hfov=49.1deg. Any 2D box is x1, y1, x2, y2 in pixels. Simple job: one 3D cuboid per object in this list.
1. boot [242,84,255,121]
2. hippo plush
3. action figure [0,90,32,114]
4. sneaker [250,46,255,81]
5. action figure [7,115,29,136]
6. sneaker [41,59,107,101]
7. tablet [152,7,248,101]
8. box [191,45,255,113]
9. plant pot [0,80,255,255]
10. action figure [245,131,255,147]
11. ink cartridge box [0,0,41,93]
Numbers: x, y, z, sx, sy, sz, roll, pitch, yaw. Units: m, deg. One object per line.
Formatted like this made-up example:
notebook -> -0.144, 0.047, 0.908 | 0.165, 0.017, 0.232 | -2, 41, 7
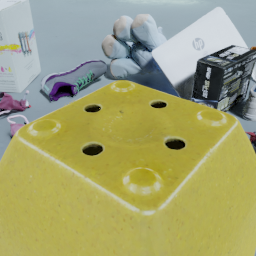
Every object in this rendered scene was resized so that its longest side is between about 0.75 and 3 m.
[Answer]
boot -> 4.129, -0.944, 8.153 | 2.007, 0.959, 0.738 | -26, 41, -33
hippo plush -> 0.717, -3.116, 10.210 | 2.932, 2.336, 2.358 | 9, 35, 14
action figure -> -3.267, -0.661, 8.070 | 0.741, 0.823, 1.106 | -18, -18, 36
sneaker -> 4.986, -2.311, 10.196 | 0.878, 1.021, 2.412 | -4, 35, -9
action figure -> -2.164, 0.126, 6.674 | 1.233, 0.918, 0.826 | 9, 26, 38
sneaker -> -1.616, -1.490, 9.280 | 2.333, 0.868, 1.021 | -25, 50, -16
tablet -> 2.403, -2.402, 9.008 | 2.995, 1.949, 0.205 | -36, 4, -13
box -> 2.796, -1.369, 8.209 | 1.971, 1.614, 0.849 | -29, 43, -35
plant pot -> 0.047, 1.075, 3.432 | 2.732, 2.813, 2.750 | 24, 40, 32
action figure -> 3.713, 0.581, 6.013 | 2.445, 1.638, 1.820 | 8, 73, 29
ink cartridge box -> -4.381, -2.837, 9.437 | 1.955, 2.690, 1.946 | 4, 34, 6
